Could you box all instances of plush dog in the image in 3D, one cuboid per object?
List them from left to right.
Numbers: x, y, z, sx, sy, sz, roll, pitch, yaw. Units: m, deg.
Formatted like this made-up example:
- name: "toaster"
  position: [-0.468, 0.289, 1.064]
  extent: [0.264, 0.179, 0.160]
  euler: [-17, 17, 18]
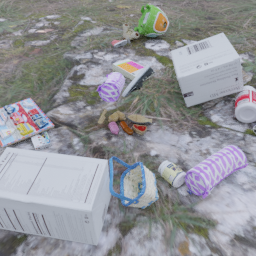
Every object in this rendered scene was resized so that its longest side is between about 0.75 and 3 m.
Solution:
- name: "plush dog"
  position: [0.126, -5.721, 17.164]
  extent: [1.212, 0.972, 1.041]
  euler: [40, 33, 2]

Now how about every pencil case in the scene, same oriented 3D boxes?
- name: "pencil case"
  position: [-0.563, -1.520, 10.066]
  extent: [0.780, 0.766, 1.825]
  euler: [30, 21, -8]
- name: "pencil case"
  position: [2.747, 1.302, 8.683]
  extent: [2.139, 0.898, 0.915]
  euler: [-27, 55, -28]

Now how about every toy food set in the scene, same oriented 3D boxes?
- name: "toy food set"
  position: [-0.113, -0.121, 10.863]
  extent: [1.968, 0.310, 1.251]
  euler: [15, 42, 6]

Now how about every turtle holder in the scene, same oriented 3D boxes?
- name: "turtle holder"
  position: [1.424, -6.368, 17.280]
  extent: [1.712, 2.410, 1.831]
  euler: [17, 72, -18]

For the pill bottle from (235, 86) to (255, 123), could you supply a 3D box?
- name: "pill bottle"
  position: [4.849, -1.017, 11.404]
  extent: [0.915, 0.915, 1.629]
  euler: [11, 42, 13]

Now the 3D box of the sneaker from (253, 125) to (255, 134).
- name: "sneaker"
  position: [5.247, 0.061, 10.618]
  extent: [1.124, 0.453, 0.469]
  euler: [5, 25, -7]

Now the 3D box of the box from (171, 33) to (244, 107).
- name: "box"
  position: [3.325, -2.517, 12.053]
  extent: [2.458, 1.615, 2.471]
  euler: [-17, 39, 13]

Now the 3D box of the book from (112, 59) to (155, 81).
- name: "book"
  position: [0.268, -2.895, 14.025]
  extent: [1.809, 0.435, 1.208]
  euler: [33, 48, 32]

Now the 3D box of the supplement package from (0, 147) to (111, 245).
- name: "supplement package"
  position: [-2.096, 1.778, 7.524]
  extent: [2.949, 1.615, 1.677]
  euler: [7, 41, 9]

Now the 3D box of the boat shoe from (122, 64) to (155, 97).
- name: "boat shoe"
  position: [0.320, -1.389, 8.577]
  extent: [0.356, 0.432, 1.259]
  euler: [41, 87, -5]

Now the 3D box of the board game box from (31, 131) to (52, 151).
- name: "board game box"
  position: [-3.222, 0.397, 10.313]
  extent: [0.604, 0.166, 0.957]
  euler: [-18, 44, -20]

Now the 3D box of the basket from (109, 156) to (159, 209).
- name: "basket"
  position: [0.090, 1.589, 7.983]
  extent: [1.503, 1.045, 1.325]
  euler: [35, 31, -27]

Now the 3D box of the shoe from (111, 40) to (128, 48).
- name: "shoe"
  position: [-0.512, -5.069, 16.564]
  extent: [0.955, 0.341, 0.434]
  euler: [-28, 61, -22]

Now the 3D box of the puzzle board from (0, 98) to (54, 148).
- name: "puzzle board"
  position: [-4.335, -0.341, 11.004]
  extent: [1.982, 0.229, 2.631]
  euler: [-25, 41, -27]

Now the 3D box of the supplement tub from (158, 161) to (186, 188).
- name: "supplement tub"
  position: [1.382, 1.431, 8.789]
  extent: [0.561, 0.561, 0.774]
  euler: [-28, 48, -29]
